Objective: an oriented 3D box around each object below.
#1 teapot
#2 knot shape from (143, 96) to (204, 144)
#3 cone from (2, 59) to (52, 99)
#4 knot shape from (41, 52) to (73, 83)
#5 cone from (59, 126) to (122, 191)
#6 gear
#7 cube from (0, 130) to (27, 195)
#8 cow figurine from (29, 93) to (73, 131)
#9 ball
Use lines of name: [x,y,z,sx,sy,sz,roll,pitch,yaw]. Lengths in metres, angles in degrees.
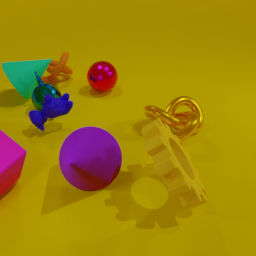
teapot: [-2.782,-1.102,9.411,1.027,0.809,1.652,-22,78,-7]
knot shape: [1.328,-0.309,8.555,1.811,0.894,1.935,16,36,21]
cone: [-3.415,-2.098,10.166,1.529,1.523,1.523,-32,40,0]
knot shape: [-2.850,-2.467,11.266,1.621,0.749,1.517,-22,-3,-46]
cone: [-1.005,0.705,6.017,1.564,1.564,1.570,5,-2,7]
gear: [1.026,0.752,6.140,0.373,2.016,2.016,-32,31,17]
cube: [-3.215,0.814,6.092,1.290,1.290,1.290,38,46,3]
cow figurine: [-2.338,-0.483,8.500,1.241,1.221,0.681,-14,65,-34]
ball: [-0.973,-1.958,10.666,1.178,1.178,1.178,0,35,0]
